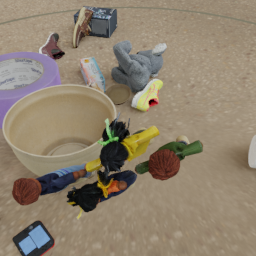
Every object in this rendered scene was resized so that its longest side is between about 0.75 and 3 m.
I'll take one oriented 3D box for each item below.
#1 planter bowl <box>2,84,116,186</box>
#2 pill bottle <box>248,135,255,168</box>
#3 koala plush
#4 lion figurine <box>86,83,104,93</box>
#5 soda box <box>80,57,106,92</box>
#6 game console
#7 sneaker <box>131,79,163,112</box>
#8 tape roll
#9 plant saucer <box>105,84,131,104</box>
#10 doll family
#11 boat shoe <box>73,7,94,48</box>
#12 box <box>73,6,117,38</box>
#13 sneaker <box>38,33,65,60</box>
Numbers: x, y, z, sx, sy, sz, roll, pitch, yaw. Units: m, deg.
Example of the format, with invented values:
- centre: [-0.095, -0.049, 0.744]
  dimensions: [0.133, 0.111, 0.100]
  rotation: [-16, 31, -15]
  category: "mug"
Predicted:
- centre: [-1.608, 0.339, 7.250]
  dimensions: [2.653, 1.785, 2.653]
  rotation: [0, 43, 0]
  category: "planter bowl"
- centre: [4.272, 0.752, 7.247]
  dimensions: [1.971, 1.179, 1.179]
  rotation: [9, 43, 10]
  category: "pill bottle"
- centre: [0.588, -2.327, 10.436]
  dimensions: [1.877, 1.664, 1.725]
  rotation: [-28, 61, -28]
  category: "koala plush"
- centre: [-1.716, -0.682, 9.242]
  dimensions: [1.341, 0.793, 2.190]
  rotation: [21, 59, 0]
  category: "lion figurine"
- centre: [-1.373, -2.031, 10.735]
  dimensions: [0.616, 0.573, 1.802]
  rotation: [-12, 45, -13]
  category: "soda box"
- centre: [-2.060, 2.481, 6.141]
  dimensions: [0.694, 0.122, 0.785]
  rotation: [-31, 50, -29]
  category: "game console"
- centre: [0.826, -1.088, 9.753]
  dimensions: [0.738, 0.639, 1.634]
  rotation: [31, 56, 19]
  category: "sneaker"
- centre: [-3.737, -1.368, 9.528]
  dimensions: [2.906, 1.235, 2.906]
  rotation: [0, 43, 0]
  category: "tape roll"
- centre: [-0.344, -1.197, 10.017]
  dimensions: [0.950, 0.140, 0.950]
  rotation: [-3, 55, 4]
  category: "plant saucer"
- centre: [-0.361, 0.615, 4.066]
  dimensions: [1.101, 2.807, 1.622]
  rotation: [57, 17, 5]
  category: "doll family"
- centre: [-2.053, -4.605, 12.969]
  dimensions: [0.703, 0.705, 1.954]
  rotation: [15, 80, -5]
  category: "boat shoe"
- centre: [-1.593, -5.336, 14.044]
  dimensions: [1.835, 0.982, 1.362]
  rotation: [10, 43, 10]
  category: "box"
- centre: [-3.174, -3.537, 12.430]
  dimensions: [1.000, 0.655, 1.732]
  rotation: [14, 54, 7]
  category: "sneaker"
